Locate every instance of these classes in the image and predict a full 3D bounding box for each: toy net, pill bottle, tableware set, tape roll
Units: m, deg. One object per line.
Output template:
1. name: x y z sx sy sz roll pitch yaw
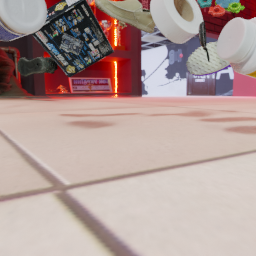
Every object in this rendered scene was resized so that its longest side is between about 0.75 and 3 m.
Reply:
1. toy net: 2.510 -4.250 9.817 2.783 1.460 0.537 -2 -27 11
2. pill bottle: 3.000 -1.584 5.914 2.131 1.164 1.164 11 4 -20
3. tableware set: -0.275 -4.313 11.105 1.049 0.122 0.876 25 -5 -33
4. pill bottle: -2.651 -2.488 6.183 1.033 1.033 1.785 -8 10 -43
5. tape roll: 1.560 -3.596 8.836 1.782 1.782 0.623 -7 -13 -39

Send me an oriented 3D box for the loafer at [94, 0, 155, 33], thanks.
1. loafer: -0.012 -3.650 8.657 2.206 0.753 0.835 9 27 -36

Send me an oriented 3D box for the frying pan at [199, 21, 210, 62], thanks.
1. frying pan: 1.673 -1.928 6.143 0.153 0.567 0.938 -2 -22 21

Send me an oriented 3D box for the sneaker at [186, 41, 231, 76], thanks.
1. sneaker: 3.149 -2.160 8.505 2.668 0.928 1.327 -23 -21 17

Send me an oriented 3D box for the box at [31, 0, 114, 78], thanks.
1. box: -1.828 -3.051 9.539 1.991 0.576 2.505 -29 -31 6

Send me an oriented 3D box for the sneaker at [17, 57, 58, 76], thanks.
1. sneaker: -3.331 -2.298 10.465 1.807 0.691 1.035 2 8 37
